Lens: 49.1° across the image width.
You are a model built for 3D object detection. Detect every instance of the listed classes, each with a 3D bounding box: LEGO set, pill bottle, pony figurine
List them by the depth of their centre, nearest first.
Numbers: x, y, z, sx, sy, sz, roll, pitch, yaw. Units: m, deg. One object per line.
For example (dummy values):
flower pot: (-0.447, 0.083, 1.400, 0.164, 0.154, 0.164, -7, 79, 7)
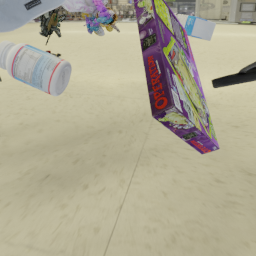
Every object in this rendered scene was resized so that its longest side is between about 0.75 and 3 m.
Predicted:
pill bottle: (-2.067, -1.333, 6.108, 1.503, 0.817, 0.817, 24, 29, 5)
pony figurine: (-0.916, -3.388, 7.466, 1.758, 2.038, 2.111, -33, 18, -2)
LEGO set: (-2.289, -2.773, 7.960, 0.591, 2.085, 1.354, 21, 27, 3)

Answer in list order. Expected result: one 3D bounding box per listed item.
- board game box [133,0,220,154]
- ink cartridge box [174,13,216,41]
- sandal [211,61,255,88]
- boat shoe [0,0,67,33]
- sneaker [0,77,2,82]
board game box: (0.749, -1.041, 4.574, 0.432, 1.606, 2.676, -27, 53, 31)
ink cartridge box: (1.513, -2.752, 7.510, 0.814, 0.476, 1.403, -1, 24, -37)
sandal: (2.629, -1.213, 5.742, 0.794, 0.447, 2.089, -22, 10, -41)
boat shoe: (-1.660, -1.973, 4.483, 1.489, 0.520, 0.493, -26, 28, 0)
sneaker: (-4.408, -1.904, 7.938, 0.831, 0.721, 1.875, -33, 70, -24)
